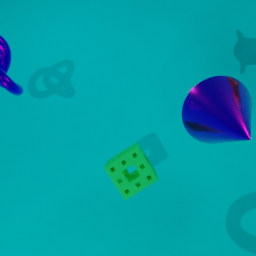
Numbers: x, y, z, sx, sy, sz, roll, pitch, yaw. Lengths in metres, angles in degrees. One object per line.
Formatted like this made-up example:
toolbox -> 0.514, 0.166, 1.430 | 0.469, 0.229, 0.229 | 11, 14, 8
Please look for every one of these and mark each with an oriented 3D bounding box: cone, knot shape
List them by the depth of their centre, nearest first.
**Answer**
cone -> 1.834, -0.085, 4.984 | 1.436, 1.441, 1.436 | -1, 111, -4
knot shape -> -3.268, -1.323, 6.396 | 1.556, 1.662, 0.768 | -9, 34, 28

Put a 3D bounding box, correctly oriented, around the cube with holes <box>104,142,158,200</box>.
cube with holes -> 0.075, 0.934, 6.308 | 0.841, 0.841, 0.841 | -33, 93, 4
